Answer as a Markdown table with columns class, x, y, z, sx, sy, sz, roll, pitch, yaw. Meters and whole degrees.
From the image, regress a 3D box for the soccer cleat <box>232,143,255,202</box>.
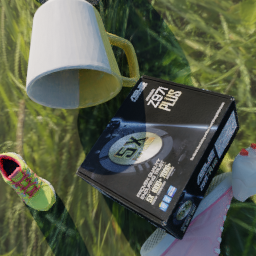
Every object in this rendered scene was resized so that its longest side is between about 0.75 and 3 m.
| class | x | y | z | sx | sy | sz | roll | pitch | yaw |
| --- | --- | --- | --- | --- | --- | --- | --- | --- | --- |
| soccer cleat | 3.425 | 0.737 | 6.581 | 2.979 | 1.156 | 1.032 | -16 | 35 | -31 |

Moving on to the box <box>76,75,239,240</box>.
| class | x | y | z | sx | sy | sz | roll | pitch | yaw |
| --- | --- | --- | --- | --- | --- | --- | --- | --- | --- |
| box | 0.708 | 0.480 | 6.244 | 2.384 | 1.253 | 2.911 | 22 | 71 | 36 |

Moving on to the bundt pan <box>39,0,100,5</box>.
| class | x | y | z | sx | sy | sz | roll | pitch | yaw |
| --- | --- | --- | --- | --- | --- | --- | --- | --- | --- |
| bundt pan | -1.809 | -5.167 | 8.495 | 3.006 | 1.128 | 3.006 | 0 | 73 | 1 |

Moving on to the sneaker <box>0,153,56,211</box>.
| class | x | y | z | sx | sy | sz | roll | pitch | yaw |
| --- | --- | --- | --- | --- | --- | --- | --- | --- | --- |
| sneaker | -2.540 | 1.305 | 6.779 | 1.884 | 0.851 | 0.736 | 40 | 76 | 9 |

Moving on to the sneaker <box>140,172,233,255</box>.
| class | x | y | z | sx | sy | sz | roll | pitch | yaw |
| --- | --- | --- | --- | --- | --- | --- | --- | --- | --- |
| sneaker | 1.759 | 2.382 | 6.414 | 2.828 | 1.064 | 1.478 | -41 | 86 | -13 |

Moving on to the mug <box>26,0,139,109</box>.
| class | x | y | z | sx | sy | sz | roll | pitch | yaw |
| --- | --- | --- | --- | --- | --- | --- | --- | --- | --- |
| mug | -1.287 | -1.881 | 7.222 | 2.239 | 2.796 | 2.295 | -18 | 71 | 23 |
